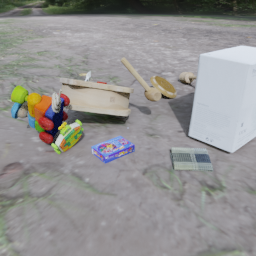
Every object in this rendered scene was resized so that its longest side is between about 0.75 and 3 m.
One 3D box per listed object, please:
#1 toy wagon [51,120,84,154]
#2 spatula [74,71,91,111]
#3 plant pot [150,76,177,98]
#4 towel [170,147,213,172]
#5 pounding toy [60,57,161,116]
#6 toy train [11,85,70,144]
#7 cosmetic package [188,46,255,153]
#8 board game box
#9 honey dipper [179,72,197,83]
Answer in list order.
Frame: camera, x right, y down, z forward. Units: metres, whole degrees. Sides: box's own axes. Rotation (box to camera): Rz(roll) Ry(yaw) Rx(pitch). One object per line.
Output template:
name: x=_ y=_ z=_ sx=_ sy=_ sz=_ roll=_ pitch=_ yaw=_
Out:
toy wagon: x=-1.467 y=0.195 z=6.835 sx=0.227 sy=1.148 sz=0.891 roll=40 pitch=73 yaw=10
spatula: x=-1.568 y=-1.304 z=9.802 sx=0.125 sy=1.086 sz=1.562 roll=18 pitch=28 yaw=1
plant pot: x=1.391 y=-1.614 z=10.707 sx=1.229 sy=0.169 sz=1.229 roll=25 pitch=34 yaw=-18
towel: x=1.510 y=0.766 z=6.766 sx=0.944 sy=0.163 sz=0.909 roll=3 pitch=30 yaw=2
pounding toy: x=-0.559 y=-1.229 z=8.198 sx=2.813 sy=1.614 sz=1.609 roll=6 pitch=8 yaw=-15
toy train: x=-2.148 y=-0.613 z=6.607 sx=1.305 sy=2.256 sz=0.955 roll=27 pitch=60 yaw=-1
cosmetic package: x=2.933 y=-0.890 z=7.515 sx=2.250 sy=2.257 sz=1.388 roll=-22 pitch=33 yaw=-39
board game box: x=-0.374 y=0.530 z=7.104 sx=0.918 sy=0.206 sz=0.617 roll=-19 pitch=33 yaw=-33
honey dipper: x=2.771 y=-2.009 z=11.176 sx=0.472 sy=0.472 sz=2.483 roll=-7 pitch=12 yaw=-13
